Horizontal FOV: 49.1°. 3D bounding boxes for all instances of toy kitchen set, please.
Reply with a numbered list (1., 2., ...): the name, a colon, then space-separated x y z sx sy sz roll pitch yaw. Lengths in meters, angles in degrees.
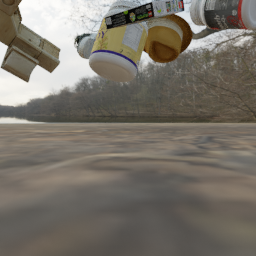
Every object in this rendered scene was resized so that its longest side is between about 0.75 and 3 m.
1. toy kitchen set: -2.742 -2.861 8.200 2.453 2.001 2.213 31 -55 -34

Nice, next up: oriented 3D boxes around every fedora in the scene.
1. fedora: 1.387 -3.396 11.262 2.565 1.046 2.565 2 -26 1

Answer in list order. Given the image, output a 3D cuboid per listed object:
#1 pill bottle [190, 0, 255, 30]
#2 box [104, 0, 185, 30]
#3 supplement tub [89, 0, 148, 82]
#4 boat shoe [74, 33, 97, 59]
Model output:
1. pill bottle: 2.786 -3.373 7.923 1.122 1.122 1.936 -1 16 -37
2. box: 0.287 -2.298 5.660 0.838 0.264 1.522 -24 21 -32
3. supplement tub: -0.265 -2.922 9.587 1.671 2.299 1.671 14 -14 4
4. boat shoe: -2.026 -3.847 12.980 0.866 0.961 2.719 8 27 3
